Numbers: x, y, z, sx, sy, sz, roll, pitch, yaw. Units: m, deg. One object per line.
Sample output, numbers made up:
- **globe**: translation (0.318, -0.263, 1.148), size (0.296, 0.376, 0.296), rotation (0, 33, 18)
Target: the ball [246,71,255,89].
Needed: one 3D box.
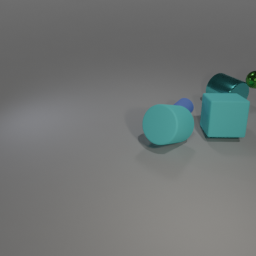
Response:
- **ball**: translation (5.006, -1.903, 11.017), size (0.700, 0.700, 0.700), rotation (0, 31, 0)

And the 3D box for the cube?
- **cube**: translation (3.685, -0.523, 10.856), size (1.400, 1.400, 1.400), rotation (1, 19, 1)

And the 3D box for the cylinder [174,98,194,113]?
- **cylinder**: translation (2.128, -0.739, 11.062), size (0.700, 0.700, 0.700), rotation (21, 41, 32)

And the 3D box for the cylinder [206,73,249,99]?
- **cylinder**: translation (4.630, -1.710, 13.115), size (1.400, 1.400, 1.400), rotation (-15, 34, -24)

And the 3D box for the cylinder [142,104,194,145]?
- **cylinder**: translation (1.459, -0.132, 10.069), size (1.400, 1.400, 1.400), rotation (23, 15, 34)
